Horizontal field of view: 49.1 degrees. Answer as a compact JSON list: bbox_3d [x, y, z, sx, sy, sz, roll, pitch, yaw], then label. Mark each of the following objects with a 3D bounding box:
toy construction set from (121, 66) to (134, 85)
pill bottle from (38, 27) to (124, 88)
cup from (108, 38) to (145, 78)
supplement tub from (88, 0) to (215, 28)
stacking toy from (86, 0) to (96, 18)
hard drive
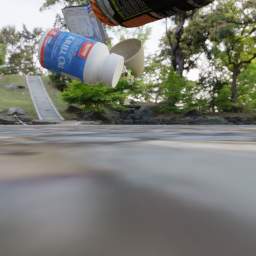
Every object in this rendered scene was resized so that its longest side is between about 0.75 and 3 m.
[{"bbox_3d":[-0.178,-2.166,10.997,0.497,0.708,1.080,-24,-21,15],"label":"toy construction set"},{"bbox_3d":[-1.591,-2.391,9.803,2.718,1.525,1.525,20,3,6],"label":"pill bottle"},{"bbox_3d":[0.047,-2.902,12.254,1.733,1.733,1.240,0,-37,31],"label":"cup"},{"bbox_3d":[0.414,-2.783,5.268,2.442,1.497,1.497,2,2,45],"label":"supplement tub"},{"bbox_3d":[-1.189,-4.021,8.787,0.430,1.007,0.430,-19,6,2],"label":"stacking toy"},{"bbox_3d":[-1.693,-3.999,10.788,1.974,1.379,0.373,18,48,40],"label":"hard drive"}]
